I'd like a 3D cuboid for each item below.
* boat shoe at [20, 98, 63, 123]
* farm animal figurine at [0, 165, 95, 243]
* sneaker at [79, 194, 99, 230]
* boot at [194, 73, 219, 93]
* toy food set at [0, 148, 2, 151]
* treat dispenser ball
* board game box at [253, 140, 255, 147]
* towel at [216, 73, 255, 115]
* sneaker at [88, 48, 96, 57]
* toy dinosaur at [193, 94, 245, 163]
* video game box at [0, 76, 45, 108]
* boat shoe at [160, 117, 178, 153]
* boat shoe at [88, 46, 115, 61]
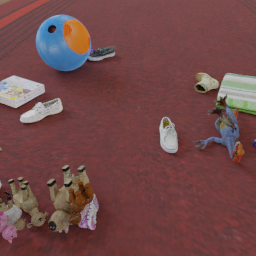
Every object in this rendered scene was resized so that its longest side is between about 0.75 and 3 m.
[{"bbox_3d":[-3.198,-0.696,10.268,1.621,0.562,0.574,-27,45,-31],"label":"boat shoe"},{"bbox_3d":[-1.954,1.890,6.517,2.363,1.188,1.908,-14,20,-12],"label":"farm animal figurine"},{"bbox_3d":[-0.990,2.034,6.847,0.437,0.398,0.989,-12,33,11],"label":"sneaker"},{"bbox_3d":[3.156,-1.943,12.027,0.945,0.441,1.223,-24,45,-28],"label":"boot"},{"bbox_3d":[-4.663,0.817,8.561,0.843,0.209,1.326,22,42,26],"label":"toy food set"},{"bbox_3d":[-2.948,-3.884,12.894,2.464,2.464,2.464,0,37,0],"label":"treat dispenser ball"},{"bbox_3d":[4.547,0.624,8.814,0.643,0.214,0.956,-20,41,-24],"label":"board game box"},{"bbox_3d":[4.760,-1.385,11.426,2.005,0.412,2.688,13,41,20],"label":"towel"},{"bbox_3d":[-2.001,-3.889,14.603,0.487,0.471,1.168,15,39,9],"label":"sneaker"},{"bbox_3d":[3.363,0.058,8.930,2.487,1.306,2.257,-2,56,-24],"label":"toy dinosaur"},{"bbox_3d":[-4.633,-1.523,11.438,1.788,0.419,1.629,18,35,23],"label":"video game box"},{"bbox_3d":[1.332,0.129,9.115,0.552,0.636,1.493,0,37,0],"label":"boat shoe"},{"bbox_3d":[-1.379,-3.919,14.499,1.572,0.557,0.567,-26,46,-32],"label":"boat shoe"}]
